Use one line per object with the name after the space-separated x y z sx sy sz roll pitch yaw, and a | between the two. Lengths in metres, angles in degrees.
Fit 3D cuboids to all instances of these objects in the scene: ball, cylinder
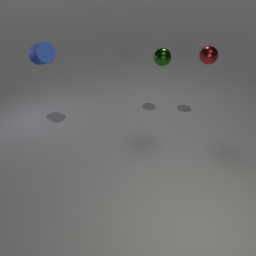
1.349 -2.762 10.927 0.700 0.700 0.700 0 32 0 | ball
-2.919 -2.523 9.516 0.700 0.700 0.700 -26 22 -36 | cylinder
3.060 -2.758 10.612 0.700 0.700 0.700 0 32 0 | ball
